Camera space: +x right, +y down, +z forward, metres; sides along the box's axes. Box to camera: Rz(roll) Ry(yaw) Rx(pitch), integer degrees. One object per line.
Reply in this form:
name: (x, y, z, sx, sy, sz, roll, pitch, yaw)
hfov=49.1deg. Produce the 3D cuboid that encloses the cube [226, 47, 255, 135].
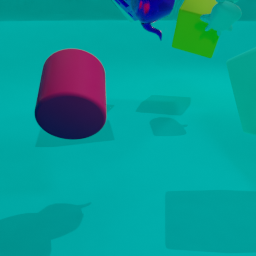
cube: (2.372, -0.628, 4.040, 1.259, 1.259, 1.259, -16, 5, 0)

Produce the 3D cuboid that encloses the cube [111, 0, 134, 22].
cube: (0.058, -4.294, 8.361, 1.379, 1.379, 1.379, -41, -1, 12)

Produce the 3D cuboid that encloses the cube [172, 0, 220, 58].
cube: (2.370, -3.375, 9.103, 1.386, 1.386, 1.386, 20, 54, 11)

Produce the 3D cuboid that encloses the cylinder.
cylinder: (-0.703, -0.424, 3.576, 0.840, 0.840, 0.840, -2, 51, -4)

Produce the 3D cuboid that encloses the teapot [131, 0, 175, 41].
teapot: (0.381, -1.810, 3.852, 0.621, 1.268, 0.789, -4, 39, -12)

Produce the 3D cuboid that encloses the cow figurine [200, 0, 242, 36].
cow figurine: (2.523, -3.414, 7.239, 0.954, 1.710, 1.738, 16, 39, -12)

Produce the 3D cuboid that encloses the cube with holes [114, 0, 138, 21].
cube with holes: (0.267, -3.654, 6.786, 1.374, 1.374, 1.374, 39, 7, -21)
